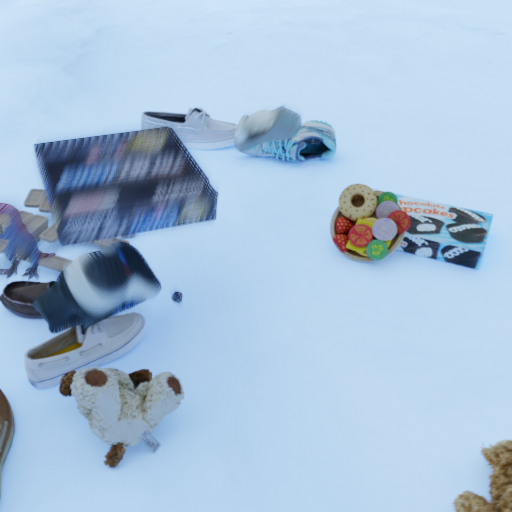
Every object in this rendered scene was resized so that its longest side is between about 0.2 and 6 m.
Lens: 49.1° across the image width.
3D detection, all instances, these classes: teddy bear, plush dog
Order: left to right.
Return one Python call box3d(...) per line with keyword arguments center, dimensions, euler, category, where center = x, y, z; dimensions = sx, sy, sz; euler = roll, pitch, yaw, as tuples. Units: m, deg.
box3d(center=(-1.981, 2.019, 7.779), dimensions=(1.579, 1.267, 1.357), euler=(12, 10, -34), category="plush dog")
box3d(center=(3.228, 3.172, 6.265), dimensions=(2.009, 0.925, 2.771), euler=(9, 28, 0), category="teddy bear")

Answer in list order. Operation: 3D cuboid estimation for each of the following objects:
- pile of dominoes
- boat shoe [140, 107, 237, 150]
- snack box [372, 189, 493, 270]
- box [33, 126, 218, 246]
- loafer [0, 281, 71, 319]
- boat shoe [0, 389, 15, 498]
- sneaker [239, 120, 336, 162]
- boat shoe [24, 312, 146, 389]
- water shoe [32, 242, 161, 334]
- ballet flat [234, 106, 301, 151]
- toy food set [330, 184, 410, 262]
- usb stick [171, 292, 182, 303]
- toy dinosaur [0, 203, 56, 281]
box3d(center=(-4.061, -0.383, 11.756), dimensions=(2.978, 0.474, 2.321), euler=(16, 37, 9), category="pile of dominoes")
box3d(center=(-1.785, -3.633, 15.611), dimensions=(2.911, 0.997, 1.048), euler=(5, 36, 7), category="boat shoe")
box3d(center=(3.461, -0.627, 11.795), dimensions=(2.687, 0.498, 1.561), euler=(15, 38, 20), category="snack box")
box3d(center=(-2.166, -1.234, 9.099), dimensions=(2.435, 0.605, 2.417), euler=(-12, 39, -21), category="box")
box3d(center=(-3.536, 0.662, 9.782), dimensions=(2.003, 0.711, 0.732), euler=(7, 36, 9), category="loafer")
box3d(center=(-3.668, 2.369, 7.249), dimensions=(0.866, 0.845, 2.289), euler=(-12, 37, -16), category="boat shoe")
box3d(center=(0.811, -3.005, 14.705), dimensions=(2.770, 1.075, 1.196), euler=(-4, 38, -5), category="sneaker")
box3d(center=(-2.670, 1.311, 8.843), dimensions=(2.012, 0.703, 0.714), euler=(-24, 41, -28), category="boat shoe")
box3d(center=(-2.425, 0.471, 8.696), dimensions=(1.163, 1.053, 2.946), euler=(-34, -5, 6), category="water shoe")
box3d(center=(0.023, -2.693, 11.575), dimensions=(0.717, 0.759, 2.251), euler=(23, -11, -33), category="ballet flat")
box3d(center=(2.249, -0.632, 11.230), dimensions=(1.550, 0.381, 1.566), euler=(21, 80, 22), category="toy food set")
box3d(center=(-1.320, 0.686, 9.368), dimensions=(0.173, 0.102, 0.623), euler=(17, 2, -6), category="usb stick")
box3d(center=(-3.635, -0.286, 8.396), dimensions=(0.782, 1.351, 1.489), euler=(11, 28, -1), category="toy dinosaur")
